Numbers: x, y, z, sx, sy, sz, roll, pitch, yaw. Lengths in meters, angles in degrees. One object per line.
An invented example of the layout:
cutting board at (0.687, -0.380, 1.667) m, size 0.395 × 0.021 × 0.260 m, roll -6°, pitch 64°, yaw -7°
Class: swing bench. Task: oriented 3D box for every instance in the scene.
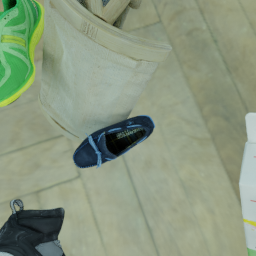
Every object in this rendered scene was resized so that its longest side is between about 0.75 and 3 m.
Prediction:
swing bench at (-0.583, -1.450, 4.735) m, size 1.747 × 2.678 × 2.693 m, roll 13°, pitch 57°, yaw -12°

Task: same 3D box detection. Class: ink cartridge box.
ink cartridge box at (2.674, 1.157, 4.287) m, size 1.684 × 2.875 × 0.968 m, roll 1°, pitch 40°, yaw 31°

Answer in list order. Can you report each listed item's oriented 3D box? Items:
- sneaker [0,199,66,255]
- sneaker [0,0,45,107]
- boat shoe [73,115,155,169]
sneaker at (-0.943, 1.656, 3.576) m, size 0.701 × 1.857 × 1.057 m, roll -20°, pitch 39°, yaw 22°
sneaker at (-1.699, -1.139, 3.901) m, size 0.701 × 0.791 × 1.892 m, roll -16°, pitch 60°, yaw 32°
boat shoe at (-0.291, 0.200, 4.156) m, size 1.413 × 0.485 × 0.595 m, roll -34°, pitch 97°, yaw 18°
